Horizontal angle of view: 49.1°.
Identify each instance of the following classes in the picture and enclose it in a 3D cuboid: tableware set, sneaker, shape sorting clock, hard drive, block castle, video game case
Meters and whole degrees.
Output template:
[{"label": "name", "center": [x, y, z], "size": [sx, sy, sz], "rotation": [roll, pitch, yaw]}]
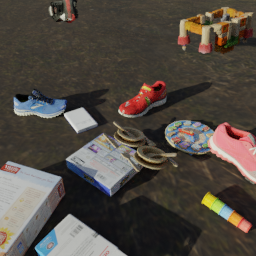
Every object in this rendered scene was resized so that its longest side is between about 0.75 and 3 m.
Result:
[{"label": "tableware set", "center": [0.454, 0.535, 9.663], "size": [1.727, 0.524, 2.613], "rotation": [-2, 27, -32]}, {"label": "sneaker", "center": [-2.577, -4.645, 11.107], "size": [1.079, 0.780, 2.208], "rotation": [-5, 13, -19]}, {"label": "shape sorting clock", "center": [2.425, 0.287, 10.712], "size": [2.015, 0.395, 2.015], "rotation": [0, 39, 0]}, {"label": "sneaker", "center": [4.002, 0.851, 9.217], "size": [2.860, 1.240, 1.054], "rotation": [35, 50, 27]}, {"label": "hard drive", "center": [-1.972, -0.338, 11.677], "size": [0.904, 0.174, 1.370], "rotation": [-21, 43, -25]}, {"label": "block castle", "center": [2.975, -3.217, 9.449], "size": [2.261, 1.061, 1.511], "rotation": [-24, 39, -21]}, {"label": "sneaker", "center": [0.635, -1.354, 12.177], "size": [2.694, 1.144, 1.037], "rotation": [-31, 48, -33]}, {"label": "video game case", "center": [-0.724, 1.162, 9.542], "size": [2.036, 0.463, 1.846], "rotation": [27, 46, 30]}, {"label": "sneaker", "center": [-3.747, -1.073, 11.910], "size": [2.356, 1.050, 0.925], "rotation": [1, 38, 0]}]

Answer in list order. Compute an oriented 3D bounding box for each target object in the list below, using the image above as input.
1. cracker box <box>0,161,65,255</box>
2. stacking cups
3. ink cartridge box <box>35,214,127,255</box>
[{"label": "cracker box", "center": [-3.340, 2.374, 7.706], "size": [1.957, 0.843, 2.922], "rotation": [13, 41, 16]}, {"label": "stacking cups", "center": [2.836, 2.394, 8.012], "size": [1.424, 0.431, 0.431], "rotation": [31, 48, 33]}, {"label": "ink cartridge box", "center": [-1.058, 3.193, 6.788], "size": [2.079, 0.693, 1.204], "rotation": [25, 45, 28]}]
